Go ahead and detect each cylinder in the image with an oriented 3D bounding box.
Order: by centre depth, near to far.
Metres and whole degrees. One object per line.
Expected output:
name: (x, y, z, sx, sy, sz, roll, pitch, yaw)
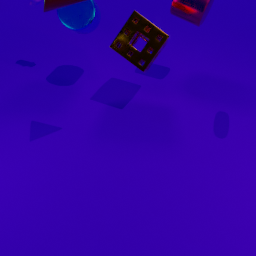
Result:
cylinder: (-1.450, -3.473, 8.453, 1.116, 1.116, 1.116, 2, 13, 3)
cylinder: (1.975, -3.803, 8.594, 1.024, 1.024, 1.024, 29, 46, 11)

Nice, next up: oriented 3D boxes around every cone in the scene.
cone: (-0.852, -2.273, 4.561, 0.934, 0.931, 0.931, 5, 38, -19)

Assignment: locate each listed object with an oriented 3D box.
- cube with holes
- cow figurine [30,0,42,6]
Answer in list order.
cube with holes: (0.349, -2.390, 8.006, 1.154, 1.154, 1.154, 36, 11, -1)
cow figurine: (-3.088, -4.346, 8.796, 0.894, 0.879, 0.491, 39, 65, 2)
